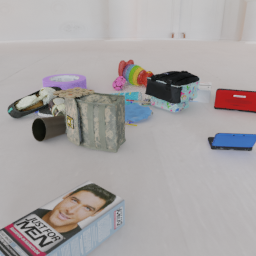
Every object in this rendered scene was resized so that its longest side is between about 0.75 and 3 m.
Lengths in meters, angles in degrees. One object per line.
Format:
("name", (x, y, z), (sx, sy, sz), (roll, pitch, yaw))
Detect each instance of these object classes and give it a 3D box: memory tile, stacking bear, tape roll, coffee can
("memory tile", (-1.853, -1.227, 9.627), (0.956, 0.105, 1.248), (15, 25, 34))
("stacking bear", (0.686, -3.350, 17.855), (2.398, 1.363, 1.456), (28, 30, 30))
("tape roll", (-3.710, -2.537, 16.513), (2.521, 0.827, 2.521), (-1, 23, 0))
("coffee can", (-2.867, -0.739, 12.002), (0.785, 0.785, 1.072), (-12, 40, -26))

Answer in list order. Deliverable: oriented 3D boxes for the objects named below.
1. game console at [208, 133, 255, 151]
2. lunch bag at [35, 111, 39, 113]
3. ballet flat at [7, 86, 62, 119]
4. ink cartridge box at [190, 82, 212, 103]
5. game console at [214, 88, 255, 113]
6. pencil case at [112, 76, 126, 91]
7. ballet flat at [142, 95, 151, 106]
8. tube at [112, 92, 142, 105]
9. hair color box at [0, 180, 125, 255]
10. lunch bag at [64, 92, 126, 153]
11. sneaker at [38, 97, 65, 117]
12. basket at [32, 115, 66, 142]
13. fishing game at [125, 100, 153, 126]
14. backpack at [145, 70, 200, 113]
("game console", (3.617, 0.321, 9.770), (1.415, 0.837, 1.207), (3, 24, 4))
("lunch bag", (-4.230, -0.931, 13.442), (0.602, 0.376, 0.800), (8, 36, 15))
("ballet flat", (-4.091, -1.275, 12.897), (2.883, 0.980, 0.986), (-35, -1, -33))
("ink cartridge box", (3.972, -2.089, 15.574), (1.238, 0.724, 2.134), (7, 24, 16))
("game console", (5.327, -1.467, 13.560), (2.102, 1.811, 1.247), (7, 51, 17))
("pencil case", (-0.507, -2.793, 17.346), (0.706, 0.684, 1.508), (-26, 18, 16))
("ballet flat", (1.320, -1.591, 14.632), (1.620, 0.583, 0.583), (-19, 30, -37))
("tube", (-0.681, -1.495, 14.423), (2.780, 0.700, 1.076), (1, 16, 19))
("hair color box", (-1.316, 2.084, 5.718), (1.224, 0.750, 2.472), (18, 28, 37))
("lunch bag", (-1.291, -0.286, 9.893), (2.237, 1.835, 1.315), (7, 23, 17))
("sneaker", (-3.116, -1.120, 12.872), (2.098, 1.040, 0.742), (-8, 26, -10))
("basket", (-2.813, -0.050, 10.618), (1.257, 0.855, 1.133), (-16, -8, -44))
("fishing game", (0.252, -0.656, 12.719), (1.733, 0.376, 2.421), (6, 31, 14))
("backpack", (2.284, -1.906, 13.682), (2.163, 1.834, 2.437), (24, 39, 36))
